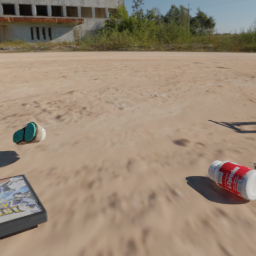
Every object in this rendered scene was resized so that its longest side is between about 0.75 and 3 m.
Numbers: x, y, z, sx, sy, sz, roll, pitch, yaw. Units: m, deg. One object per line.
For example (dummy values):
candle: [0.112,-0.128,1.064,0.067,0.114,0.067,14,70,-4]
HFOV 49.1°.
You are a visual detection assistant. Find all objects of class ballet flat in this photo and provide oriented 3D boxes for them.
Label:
ballet flat: [-1.720,0.111,5.062,0.381,0.386,1.133,9,-11,-39]

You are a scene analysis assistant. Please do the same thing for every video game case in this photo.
video game case: [-1.901,1.030,3.526,1.434,0.183,1.296,-11,17,-29]

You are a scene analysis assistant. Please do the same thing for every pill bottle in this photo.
pill bottle: [1.579,0.740,4.163,0.424,0.424,0.756,-10,15,-28]
